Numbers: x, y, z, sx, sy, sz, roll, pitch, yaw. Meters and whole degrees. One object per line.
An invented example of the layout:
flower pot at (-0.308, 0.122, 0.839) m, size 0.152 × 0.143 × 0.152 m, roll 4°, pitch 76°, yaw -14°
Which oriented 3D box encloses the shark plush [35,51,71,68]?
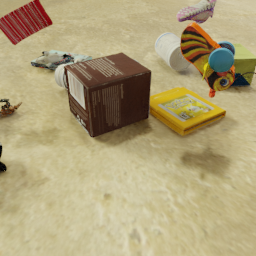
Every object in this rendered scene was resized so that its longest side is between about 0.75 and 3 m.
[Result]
shark plush at (-3.951, -3.790, 14.872) m, size 1.853 × 0.842 × 0.772 m, roll -32°, pitch 21°, yaw -29°

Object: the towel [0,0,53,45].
towel at (-3.341, -3.427, 9.133) m, size 1.566 × 1.133 × 0.176 m, roll -30°, pitch 66°, yaw -3°

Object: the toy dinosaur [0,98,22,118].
toy dinosaur at (-4.839, -0.783, 11.378) m, size 0.743 × 0.559 × 1.095 m, roll 42°, pitch 33°, yaw 21°

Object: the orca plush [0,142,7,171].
orca plush at (-3.980, 1.109, 8.452) m, size 0.716 × 1.059 × 2.013 m, roll 21°, pitch 18°, yaw -28°

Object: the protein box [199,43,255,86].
protein box at (4.763, -3.109, 13.690) m, size 2.050 × 1.393 × 2.065 m, roll -3°, pitch 36°, yaw -4°

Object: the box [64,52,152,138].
box at (-0.760, -1.332, 10.620) m, size 2.555 × 2.098 × 2.120 m, roll -19°, pitch 40°, yaw -24°

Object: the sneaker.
sneaker at (2.464, -4.010, 9.952) m, size 1.614 × 0.714 × 0.649 m, roll -27°, pitch 43°, yaw -15°

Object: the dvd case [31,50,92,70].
dvd case at (-3.644, -3.704, 15.472) m, size 2.743 × 0.302 × 2.002 m, roll 16°, pitch 39°, yaw 19°

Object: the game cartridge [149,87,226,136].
game cartridge at (2.185, -0.826, 11.372) m, size 2.325 × 0.428 × 2.637 m, roll -21°, pitch 42°, yaw -27°

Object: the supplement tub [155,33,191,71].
supplement tub at (2.444, -4.155, 15.116) m, size 1.440 × 1.440 × 2.183 m, roll -10°, pitch 38°, yaw -13°

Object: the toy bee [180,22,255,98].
toy bee at (2.586, -1.700, 8.291) m, size 2.892 × 1.572 × 1.893 m, roll 46°, pitch 39°, yaw 17°

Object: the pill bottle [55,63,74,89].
pill bottle at (-2.102, -2.190, 12.374) m, size 2.271 × 1.284 × 1.284 m, roll 16°, pitch 38°, yaw 35°
